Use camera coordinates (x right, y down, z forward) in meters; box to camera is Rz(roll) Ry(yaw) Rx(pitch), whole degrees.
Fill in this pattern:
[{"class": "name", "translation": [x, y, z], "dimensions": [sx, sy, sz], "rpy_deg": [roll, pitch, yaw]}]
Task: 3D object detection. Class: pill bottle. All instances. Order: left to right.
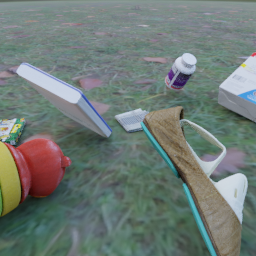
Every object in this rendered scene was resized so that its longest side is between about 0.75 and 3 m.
[{"class": "pill bottle", "translation": [1.631, -1.715, 8.593], "dimensions": [0.651, 1.157, 0.651], "rpy_deg": [9, 57, -14]}]

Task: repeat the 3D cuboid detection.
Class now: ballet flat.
[{"class": "ballet flat", "translation": [1.081, 0.658, 4.046], "dimensions": [0.931, 0.873, 2.575], "rpy_deg": [-29, 57, 3]}]

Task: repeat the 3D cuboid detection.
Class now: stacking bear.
[{"class": "stacking bear", "translation": [-2.132, 0.837, 4.361], "dimensions": [2.490, 1.416, 1.512], "rpy_deg": [-15, 13, -42]}]

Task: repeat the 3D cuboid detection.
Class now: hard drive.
[{"class": "hard drive", "translation": [-1.238, -0.498, 6.062], "dimensions": [1.445, 2.190, 0.278], "rpy_deg": [28, 79, 18]}]

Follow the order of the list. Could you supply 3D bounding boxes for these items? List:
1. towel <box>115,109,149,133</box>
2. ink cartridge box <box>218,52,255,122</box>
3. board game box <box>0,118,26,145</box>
[{"class": "towel", "translation": [0.240, -0.222, 7.494], "dimensions": [0.952, 0.164, 0.916], "rpy_deg": [-13, 32, -20]}, {"class": "ink cartridge box", "translation": [3.716, -1.311, 7.864], "dimensions": [2.172, 0.730, 1.262], "rpy_deg": [-41, 53, -17]}, {"class": "board game box", "translation": [-2.974, 0.082, 6.932], "dimensions": [0.667, 0.149, 1.272], "rpy_deg": [-2, 26, -9]}]
